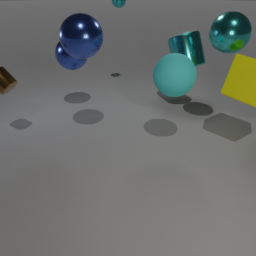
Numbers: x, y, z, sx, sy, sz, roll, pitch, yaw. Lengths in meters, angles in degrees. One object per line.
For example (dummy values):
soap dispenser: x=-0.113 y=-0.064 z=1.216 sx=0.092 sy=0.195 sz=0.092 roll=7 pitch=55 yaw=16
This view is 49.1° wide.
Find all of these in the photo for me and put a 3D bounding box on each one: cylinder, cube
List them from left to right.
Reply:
cylinder: x=-4.332 y=-1.638 z=9.687 sx=0.700 sy=0.700 sz=0.700 roll=-41 pitch=9 yaw=8
cylinder: x=2.551 y=-3.328 z=12.186 sx=1.400 sy=1.400 sz=1.400 roll=-14 pitch=10 yaw=3
cube: x=4.280 y=-1.584 z=9.505 sx=1.400 sy=1.400 sz=1.400 roll=32 pitch=25 yaw=36

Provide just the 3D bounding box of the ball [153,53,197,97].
ball: x=1.517 y=-1.717 z=9.136 sx=1.400 sy=1.400 sz=1.400 roll=0 pitch=28 yaw=0

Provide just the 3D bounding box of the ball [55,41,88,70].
ball: x=-2.421 y=-3.209 z=12.047 sx=1.400 sy=1.400 sz=1.400 roll=0 pitch=28 yaw=0

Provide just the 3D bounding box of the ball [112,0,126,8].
ball: x=-0.450 y=-6.235 z=13.656 sx=0.700 sy=0.700 sz=0.700 roll=0 pitch=28 yaw=0

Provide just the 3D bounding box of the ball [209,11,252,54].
ball: x=3.560 y=-3.318 z=9.773 sx=1.400 sy=1.400 sz=1.400 roll=0 pitch=28 yaw=0

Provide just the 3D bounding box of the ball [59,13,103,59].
ball: x=-1.493 y=-2.937 z=8.990 sx=1.400 sy=1.400 sz=1.400 roll=0 pitch=28 yaw=0
